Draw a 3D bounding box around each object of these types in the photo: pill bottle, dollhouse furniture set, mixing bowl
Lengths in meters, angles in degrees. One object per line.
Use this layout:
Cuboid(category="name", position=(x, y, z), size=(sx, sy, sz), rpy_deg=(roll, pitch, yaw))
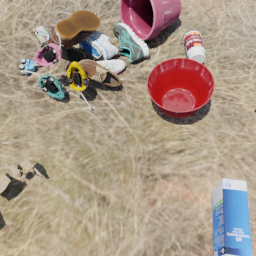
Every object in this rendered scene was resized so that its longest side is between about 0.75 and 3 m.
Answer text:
Cuboid(category="pill bottle", position=(2.860, -3.412, 11.984), size=(0.782, 0.782, 1.371), rpy_deg=(-2, 60, -1))
Cuboid(category="dollhouse furniture set", position=(-3.868, 1.990, 8.970), size=(2.142, 1.110, 0.948), rpy_deg=(-43, 109, -21))
Cuboid(category="mixing bowl", position=(1.923, -1.289, 10.436), size=(2.380, 1.289, 2.380), rpy_deg=(-3, 62, 6))

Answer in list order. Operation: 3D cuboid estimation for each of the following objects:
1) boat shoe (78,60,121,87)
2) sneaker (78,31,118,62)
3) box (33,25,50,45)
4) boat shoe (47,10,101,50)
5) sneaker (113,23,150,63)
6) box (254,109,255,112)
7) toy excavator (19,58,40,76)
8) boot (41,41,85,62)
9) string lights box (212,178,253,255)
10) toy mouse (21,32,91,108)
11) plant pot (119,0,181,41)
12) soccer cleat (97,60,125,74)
Cuboid(category="boat shoe", position=(-1.060, -2.080, 10.739), size=(1.877, 0.711, 0.674), rpy_deg=(14, 15, -31))
Cuboid(category="sneaker", position=(-1.425, -3.840, 12.281), size=(1.148, 0.993, 2.650), rpy_deg=(-27, 65, -31))
Cuboid(category="box", position=(-3.895, -4.253, 12.818), size=(0.557, 0.176, 1.012), rpy_deg=(-30, 64, -16))
Cuboid(category="boat shoe", position=(-2.149, -3.843, 11.063), size=(1.011, 1.010, 2.873), rpy_deg=(47, 41, -4))
Cuboid(category="sneaker", position=(-0.094, -3.685, 12.152), size=(1.017, 0.865, 2.229), rpy_deg=(-36, 65, -14))
Cuboid(category="box", position=(5.660, -0.773, 10.778), size=(1.257, 0.289, 0.999), rpy_deg=(-39, 67, -20))
Cuboid(category="toy excavator", position=(-4.001, -2.648, 11.799), size=(0.984, 0.492, 0.957), rpy_deg=(6, 62, -11))
Cuboid(category="boot", position=(-2.589, -3.706, 12.217), size=(2.005, 0.777, 1.387), rpy_deg=(18, 57, 9))
Cuboid(category="string lights box", position=(2.960, 2.881, 8.137), size=(0.733, 1.277, 2.486), rpy_deg=(6, 61, 3))
Cuboid(category="toy mouse", position=(-2.706, -2.114, 10.312), size=(2.546, 2.864, 0.554), rpy_deg=(3, 37, 16))
Cuboid(category="plant pot", position=(1.112, -5.179, 12.305), size=(2.062, 2.304, 2.304), rpy_deg=(-26, 63, -30))
Cuboid(category="soccer cleat", position=(-0.905, -2.453, 11.387), size=(1.760, 0.760, 0.615), rpy_deg=(-17, 81, -11))
